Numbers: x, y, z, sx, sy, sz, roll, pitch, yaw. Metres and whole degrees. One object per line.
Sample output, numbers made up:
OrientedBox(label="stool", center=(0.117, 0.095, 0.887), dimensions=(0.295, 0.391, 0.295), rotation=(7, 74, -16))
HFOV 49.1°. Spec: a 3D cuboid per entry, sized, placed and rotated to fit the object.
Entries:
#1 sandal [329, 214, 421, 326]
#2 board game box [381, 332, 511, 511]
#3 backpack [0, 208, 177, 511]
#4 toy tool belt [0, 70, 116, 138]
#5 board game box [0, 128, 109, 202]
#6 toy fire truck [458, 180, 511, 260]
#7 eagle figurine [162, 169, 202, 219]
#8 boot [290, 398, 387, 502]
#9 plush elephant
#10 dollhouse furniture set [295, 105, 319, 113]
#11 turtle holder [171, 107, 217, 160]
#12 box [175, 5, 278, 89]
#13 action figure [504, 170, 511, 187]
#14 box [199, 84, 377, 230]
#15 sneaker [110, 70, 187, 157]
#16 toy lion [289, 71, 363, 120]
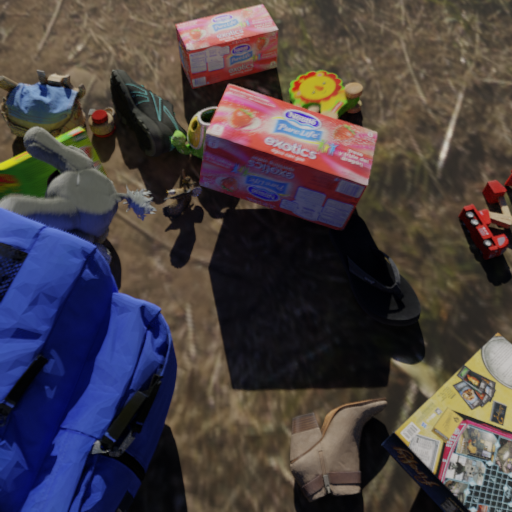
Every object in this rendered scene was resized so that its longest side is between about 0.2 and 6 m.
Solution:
OrientedBox(label="sandal", center=(2.150, 0.205, 10.630), dimensions=(1.005, 0.566, 2.644), rotation=(-23, 60, -13))
OrientedBox(label="board game box", center=(3.711, 2.767, 8.731), dimensions=(3.063, 0.530, 2.075), rotation=(-28, 62, -33))
OrientedBox(label="backpack", center=(-3.644, 2.415, 7.289), dimensions=(4.291, 4.155, 5.114), rotation=(20, 60, 9))
OrientedBox(label="toy tool belt", center=(-4.385, -3.288, 12.257), dimensions=(2.361, 1.451, 1.474), rotation=(4, 59, 2))
OrientedBox(label="board game box", center=(-4.298, -1.576, 11.350), dimensions=(2.266, 1.151, 0.540), rotation=(-31, 31, -18))
OrientedBox(label="toy fire truck", center=(4.769, -0.734, 11.354), dimensions=(1.102, 0.381, 1.562), rotation=(-15, 60, -9))
OrientedBox(label="eagle figurine", center=(-1.574, -1.222, 11.490), dimensions=(0.642, 0.645, 0.851), rotation=(-15, 44, 33))
OrientedBox(label="boot", center=(1.409, 3.114, 8.978), dimensions=(1.829, 0.642, 1.337), rotation=(-12, 66, -6))
OrientedBox(label="plush elephant", center=(-3.381, -0.770, 10.332), dimensions=(2.587, 2.003, 2.131), rotation=(13, 57, -26))
OrientedBox(label="dollhouse furniture set", center=(0.917, -2.691, 12.074), dimensions=(1.380, 1.210, 0.917), rotation=(16, 51, 33))
OrientedBox(label="turtle holder", center=(-1.080, -2.681, 12.161), dimensions=(1.408, 1.000, 1.069), rotation=(4, 60, 2))
OrientedBox(label="box", center=(-0.695, -5.054, 13.499), dimensions=(2.247, 1.153, 1.064), rotation=(-18, 61, -10))
OrientedBox(label="action figure", center=(6.364, -1.308, 11.650), dimensions=(2.146, 0.555, 0.702), rotation=(28, 61, 13))
OrientedBox(label="box", center=(0.588, -1.847, 10.777), dimensions=(3.030, 1.555, 1.434), rotation=(18, 57, 0))
OrientedBox(label="sneaker", center=(-2.492, -3.263, 12.697), dimensions=(1.017, 0.967, 2.565), rotation=(-22, 66, -29))
OrientedBox(label="toy lion", center=(1.460, -3.616, 13.019), dimensions=(1.720, 0.616, 1.795), rotation=(27, 61, 24))
